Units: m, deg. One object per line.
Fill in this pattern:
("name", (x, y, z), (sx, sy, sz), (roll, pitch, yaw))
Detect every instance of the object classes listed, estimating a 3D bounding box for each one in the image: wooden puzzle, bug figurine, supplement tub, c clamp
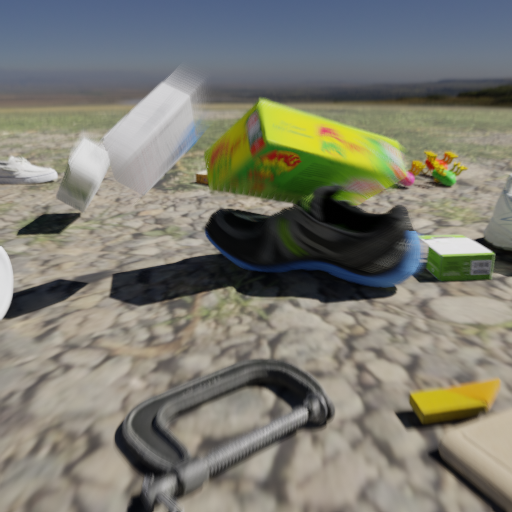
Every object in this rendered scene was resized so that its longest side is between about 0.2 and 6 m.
("wooden puzzle", (2.456, 1.675, 4.520), (1.586, 0.275, 2.351), (-11, 21, -17))
("bug figurine", (4.481, -2.476, 15.911), (2.886, 0.743, 2.238), (0, 24, -12))
("supplement tub", (-4.206, 0.341, 6.920), (1.972, 1.208, 1.208), (2, 19, 8))
("c clamp", (-0.161, 1.529, 4.963), (2.226, 0.302, 1.902), (-19, 21, -40))

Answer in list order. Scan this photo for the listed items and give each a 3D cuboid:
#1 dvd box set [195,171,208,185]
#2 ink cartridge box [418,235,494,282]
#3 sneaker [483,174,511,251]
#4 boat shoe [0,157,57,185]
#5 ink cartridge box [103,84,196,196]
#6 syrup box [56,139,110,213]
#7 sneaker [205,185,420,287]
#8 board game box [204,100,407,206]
("dvd box set", (-0.419, -2.168, 15.653), (2.089, 0.307, 1.528), (13, 23, 34))
("ink cartridge box", (3.180, 0.005, 9.095), (0.853, 0.437, 1.154), (-2, 18, -4))
("sneaker", (4.815, -0.500, 9.104), (1.196, 1.399, 3.211), (-4, 20, -12))
("boat shoe", (-6.763, -2.438, 15.786), (2.204, 0.724, 0.793), (1, 19, 3))
("ink cartridge box", (-1.414, -1.574, 7.643), (0.516, 0.887, 1.226), (29, 63, 18))
("syrup box", (-3.578, -1.610, 11.605), (0.666, 0.689, 1.692), (30, -29, -15))
("sneaker", (0.795, -0.464, 8.709), (3.459, 1.433, 1.226), (7, 35, 27))
("board game box", (0.818, -1.443, 8.852), (2.913, 0.694, 1.480), (5, -25, -37))
